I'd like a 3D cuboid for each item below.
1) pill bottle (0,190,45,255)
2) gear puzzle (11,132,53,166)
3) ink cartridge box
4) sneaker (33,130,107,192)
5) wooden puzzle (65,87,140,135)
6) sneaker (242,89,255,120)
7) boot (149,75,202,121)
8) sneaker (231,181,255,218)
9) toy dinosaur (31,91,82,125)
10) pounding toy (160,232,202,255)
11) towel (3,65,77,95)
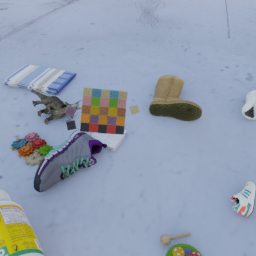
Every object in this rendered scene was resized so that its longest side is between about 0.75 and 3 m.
[{"bbox_3d":[-2.815,2.491,6.254,1.319,1.319,2.338,-23,44,-26],"label":"pill bottle"},{"bbox_3d":[-3.038,0.751,9.263,2.017,0.264,1.044,32,48,33],"label":"gear puzzle"},{"bbox_3d":[-0.695,0.312,9.850,1.049,0.231,1.069,16,39,21],"label":"ink cartridge box"},{"bbox_3d":[-1.657,1.000,8.445,1.149,0.977,2.625,20,42,16],"label":"sneaker"},{"bbox_3d":[-0.429,-0.288,4.834,1.287,0.763,0.090,5,-2,-9],"label":"wooden puzzle"},{"bbox_3d":[5.067,-1.020,11.164,2.276,0.855,0.922,-30,33,-34],"label":"sneaker"},{"bbox_3d":[2.044,-1.365,11.499,2.130,0.804,2.432,10,39,13],"label":"boot"},{"bbox_3d":[3.172,1.875,7.736,0.556,0.419,1.190,19,45,14],"label":"sneaker"},{"bbox_3d":[-2.907,-0.822,10.942,2.399,0.923,1.227,24,32,35],"label":"toy dinosaur"},{"bbox_3d":[1.279,2.854,6.415,0.913,0.549,1.183,-7,40,-10],"label":"pounding toy"},{"bbox_3d":[-4.045,-2.289,13.030,2.754,0.328,2.023,11,38,11],"label":"towel"}]
